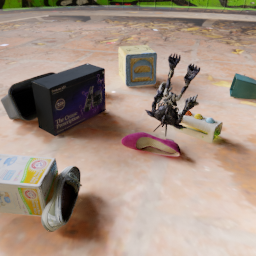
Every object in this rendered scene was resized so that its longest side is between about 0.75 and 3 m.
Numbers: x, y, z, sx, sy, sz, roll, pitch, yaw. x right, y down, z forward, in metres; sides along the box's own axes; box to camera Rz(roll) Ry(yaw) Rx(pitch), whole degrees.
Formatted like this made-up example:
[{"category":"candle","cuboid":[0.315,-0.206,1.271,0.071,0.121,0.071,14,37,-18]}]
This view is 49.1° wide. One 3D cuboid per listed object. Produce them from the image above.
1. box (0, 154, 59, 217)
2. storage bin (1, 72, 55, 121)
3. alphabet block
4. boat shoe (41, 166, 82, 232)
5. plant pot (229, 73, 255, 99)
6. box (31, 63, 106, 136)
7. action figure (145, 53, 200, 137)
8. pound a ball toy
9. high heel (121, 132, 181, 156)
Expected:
[{"category":"box","cuboid":[-2.968,1.447,7.295,2.072,1.050,1.165,4,31,7]},{"category":"storage bin","cuboid":[-3.852,-1.082,11.432,1.559,1.690,2.321,-11,16,45]},{"category":"alphabet block","cuboid":[0.484,-3.337,14.926,1.723,1.732,1.764,-6,30,-13]},{"category":"boat shoe","cuboid":[-1.525,1.677,7.070,0.625,0.719,1.950,-25,25,25]},{"category":"plant pot","cuboid":[5.644,-1.912,13.349,1.309,0.925,0.924,15,32,9]},{"category":"box","cuboid":[-2.179,-1.200,10.979,1.098,1.965,2.784,21,37,33]},{"category":"action figure","cuboid":[1.634,-1.043,9.719,1.658,2.789,1.423,29,43,18]},{"category":"pound a ball toy","cuboid":[2.618,-0.297,10.588,1.880,0.799,1.226,23,37,34]},{"category":"high heel","cuboid":[0.750,0.619,9.177,1.913,0.644,0.918,10,18,-9]}]
